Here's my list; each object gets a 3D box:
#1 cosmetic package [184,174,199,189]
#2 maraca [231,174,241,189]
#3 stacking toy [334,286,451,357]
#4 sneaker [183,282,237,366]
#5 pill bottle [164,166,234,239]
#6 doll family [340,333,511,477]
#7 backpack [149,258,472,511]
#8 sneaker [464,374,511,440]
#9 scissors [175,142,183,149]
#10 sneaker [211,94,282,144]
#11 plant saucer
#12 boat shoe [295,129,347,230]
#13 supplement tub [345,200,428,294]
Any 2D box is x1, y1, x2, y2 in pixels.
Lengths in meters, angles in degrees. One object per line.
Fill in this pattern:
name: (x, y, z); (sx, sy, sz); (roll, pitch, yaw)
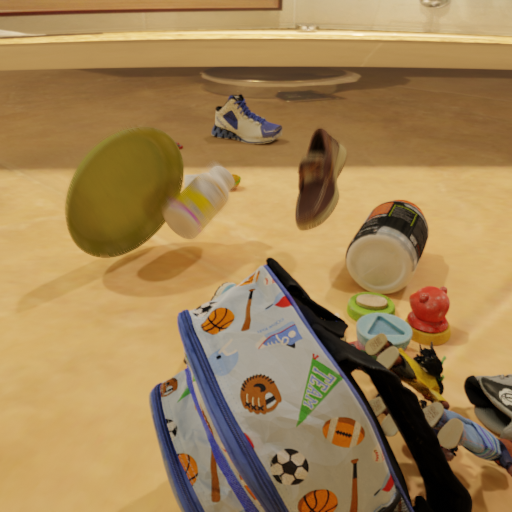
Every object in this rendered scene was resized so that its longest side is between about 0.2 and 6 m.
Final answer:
cosmetic package: (-1.297, -1.438, 12.506); (0.596, 0.418, 1.174); (-3, 28, -5)
maraca: (-0.653, -1.714, 13.177); (0.628, 0.336, 0.430); (-23, 31, 2)
stacking toy: (1.776, 0.796, 7.900); (1.713, 0.724, 1.551); (-22, 35, -37)
sneaker: (-0.383, 1.041, 7.738); (0.803, 0.699, 1.784); (23, 31, 0)
pill bottle: (-0.965, -0.983, 9.914); (0.715, 0.715, 1.371); (18, 53, 30)
doll family: (1.832, 1.599, 6.045); (1.367, 0.928, 2.366); (36, 16, -34)
backpack: (0.205, 1.412, 4.826); (2.013, 2.489, 2.613); (-27, 34, -13)
sneaker: (3.129, 1.419, 6.666); (1.236, 0.803, 2.141); (6, 29, 16)
scissors: (-2.787, -3.006, 15.897); (1.562, 0.109, 0.571); (-22, 37, -34)
sneaker: (-0.376, -4.126, 16.722); (2.234, 1.290, 0.903); (12, 31, 22)
plant saucer: (-2.259, -1.102, 9.526); (0.376, 2.420, 2.420); (33, 41, 28)
boat shoe: (0.963, -1.342, 9.350); (0.765, 0.763, 2.120); (-14, 41, 39)
supplement tub: (2.265, -0.234, 9.453); (1.121, 1.121, 1.830); (12, 30, 22)
